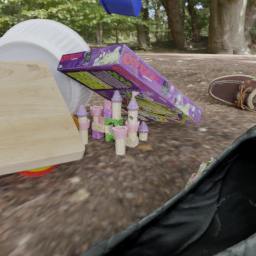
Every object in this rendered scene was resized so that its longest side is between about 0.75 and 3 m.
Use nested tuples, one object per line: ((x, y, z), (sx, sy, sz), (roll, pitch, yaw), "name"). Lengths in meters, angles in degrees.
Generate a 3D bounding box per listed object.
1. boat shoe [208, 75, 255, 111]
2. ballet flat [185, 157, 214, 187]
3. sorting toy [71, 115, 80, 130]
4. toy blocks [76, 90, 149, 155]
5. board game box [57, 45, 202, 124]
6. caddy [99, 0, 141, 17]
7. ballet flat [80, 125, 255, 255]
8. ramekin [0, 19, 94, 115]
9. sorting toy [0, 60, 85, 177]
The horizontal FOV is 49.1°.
((3.859, -1.040, 8.731), (2.847, 1.027, 1.025), (16, 21, 26), "boat shoe")
((1.394, 0.966, 2.497), (0.952, 0.805, 2.517), (2, 14, -34), "ballet flat")
((-1.381, 0.089, 5.439), (1.348, 0.810, 0.553), (-10, 4, 42), "sorting toy")
((-0.260, -0.270, 5.947), (1.271, 1.145, 1.361), (11, 21, 32), "toy blocks")
((0.162, -0.780, 6.076), (1.774, 0.477, 2.956), (11, -11, 42), "board game box")
((-0.227, -4.034, 7.601), (1.248, 1.681, 2.378), (15, 5, 6), "caddy")
((0.716, 0.609, 2.109), (2.805, 0.797, 0.932), (-37, 29, -21), "ballet flat")
((-2.148, -1.182, 6.754), (2.643, 2.643, 1.231), (2, 28, 6), "ramekin")
((-2.257, -0.062, 4.517), (2.405, 0.837, 2.390), (-8, 49, -29), "sorting toy")
